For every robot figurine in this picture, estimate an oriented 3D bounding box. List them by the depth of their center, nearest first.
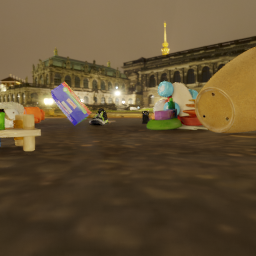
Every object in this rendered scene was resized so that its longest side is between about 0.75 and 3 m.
[{"bbox_3d":[-5.361,-0.688,15.261,1.580,1.136,0.921,-5,-27,-35],"label":"robot figurine"}]

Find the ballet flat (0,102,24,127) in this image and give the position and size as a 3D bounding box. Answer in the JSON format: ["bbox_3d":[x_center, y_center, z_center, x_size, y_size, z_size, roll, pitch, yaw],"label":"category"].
[{"bbox_3d":[-4.053,-0.221,8.394,0.904,0.978,2.900,31,17,18],"label":"ballet flat"}]

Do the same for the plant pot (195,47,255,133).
[{"bbox_3d":[3.095,-0.849,7.589,2.547,2.374,2.374,-22,15,-34],"label":"plant pot"}]

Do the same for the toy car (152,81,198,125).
[{"bbox_3d":[2.132,-0.854,14.253,2.261,2.169,2.453,8,-32,-36],"label":"toy car"}]

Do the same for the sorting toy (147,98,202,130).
[{"bbox_3d":[1.697,-0.547,9.549,2.333,0.958,1.402,-6,7,-16],"label":"sorting toy"}]

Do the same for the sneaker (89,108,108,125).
[{"bbox_3d":[-1.401,-0.540,13.364,0.698,0.806,1.946,0,3,5],"label":"sneaker"}]

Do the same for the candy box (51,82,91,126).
[{"bbox_3d":[-2.364,-0.934,11.491,0.728,1.597,1.889,-40,8,-12],"label":"candy box"}]

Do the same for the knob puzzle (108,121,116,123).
[{"bbox_3d":[-1.146,-0.369,17.035,0.967,0.134,0.967,-1,3,0],"label":"knob puzzle"}]

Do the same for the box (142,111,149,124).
[{"bbox_3d":[0.985,-0.599,15.674,0.402,0.720,1.020,3,3,4],"label":"box"}]

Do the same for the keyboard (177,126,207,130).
[{"bbox_3d":[1.880,-0.045,10.121,0.658,0.125,2.338,-1,3,-27],"label":"keyboard"}]

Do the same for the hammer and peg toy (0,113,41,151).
[{"bbox_3d":[-2.010,0.049,3.777,1.436,0.506,1.056,-1,3,-29],"label":"hammer and peg toy"}]
